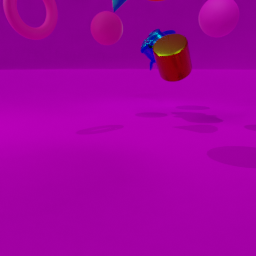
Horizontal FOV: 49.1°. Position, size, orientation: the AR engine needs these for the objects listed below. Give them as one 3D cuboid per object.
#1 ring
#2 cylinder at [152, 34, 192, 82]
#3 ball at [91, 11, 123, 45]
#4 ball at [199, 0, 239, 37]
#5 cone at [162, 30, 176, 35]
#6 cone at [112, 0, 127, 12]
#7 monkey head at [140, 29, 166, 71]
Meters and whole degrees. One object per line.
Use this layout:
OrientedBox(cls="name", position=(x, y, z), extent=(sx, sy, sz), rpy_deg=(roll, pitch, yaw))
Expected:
OrientedBox(cls="ring", position=(-2.454, -3.047, 7.184), extent=(0.300, 1.498, 1.498), rpy_deg=(11, 17, 39))
OrientedBox(cls="cylinder", position=(1.442, -2.251, 9.016), extent=(1.100, 1.100, 1.100), rpy_deg=(-11, 50, 14))
OrientedBox(cls="ball", position=(-0.715, -3.366, 9.478), extent=(1.085, 1.085, 1.085), rpy_deg=(0, 13, 0))
OrientedBox(cls="ball", position=(2.384, -2.920, 7.371), extent=(1.016, 1.016, 1.016), rpy_deg=(0, 13, 0))
OrientedBox(cls="cone", position=(1.509, -2.968, 11.159), extent=(1.302, 1.307, 1.302), rpy_deg=(-20, -4, -1))
OrientedBox(cls="cone", position=(-0.170, -3.547, 7.260), extent=(1.104, 1.109, 1.104), rpy_deg=(20, 26, -10))
OrientedBox(cls="monkey head", position=(0.971, -2.717, 9.641), extent=(1.017, 1.687, 1.214), rpy_deg=(38, 38, -6))
